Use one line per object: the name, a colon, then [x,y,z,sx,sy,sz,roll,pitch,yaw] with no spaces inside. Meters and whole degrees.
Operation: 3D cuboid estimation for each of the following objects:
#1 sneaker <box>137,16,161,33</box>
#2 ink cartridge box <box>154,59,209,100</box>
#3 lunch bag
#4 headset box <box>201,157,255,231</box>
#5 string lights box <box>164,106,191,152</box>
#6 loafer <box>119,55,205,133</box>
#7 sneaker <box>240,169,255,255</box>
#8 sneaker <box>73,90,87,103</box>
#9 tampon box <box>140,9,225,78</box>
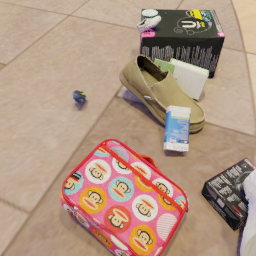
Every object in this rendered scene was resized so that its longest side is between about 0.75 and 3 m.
sneaker: [0.631,-3.202,8.521,0.775,0.274,0.283,-29,52,11]
ink cartridge box: [1.562,-1.583,8.709,1.667,0.865,0.494,19,34,5]
lunch bag: [0.009,1.400,5.875,2.356,0.965,2.075,37,55,9]
headset box: [2.628,1.424,6.385,1.488,0.575,1.108,-24,52,-22]
string lights box: [1.294,0.026,7.374,0.589,0.338,1.146,7,82,-6]
loafer: [1.005,-0.990,7.999,2.955,0.997,1.124,37,56,8]
sneaker: [2.619,1.686,5.502,0.714,1.938,1.120,10,26,3]
sneaker: [-1.503,-0.922,8.468,0.354,0.860,0.318,-40,86,9]
tampon box: [1.701,-2.933,9.690,2.581,1.629,1.934,0,47,0]
